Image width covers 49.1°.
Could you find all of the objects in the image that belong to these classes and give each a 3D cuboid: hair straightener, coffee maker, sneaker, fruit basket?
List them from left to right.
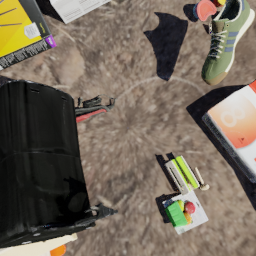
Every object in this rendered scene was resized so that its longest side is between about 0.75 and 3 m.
[{"bbox_3d":[-1.494,0.579,5.049,2.540,1.781,2.645,-18,68,12],"label":"coffee maker"},{"bbox_3d":[-1.246,-0.647,8.400,1.883,0.385,0.724,-20,77,-5],"label":"hair straightener"},{"bbox_3d":[1.565,2.286,7.671,0.997,0.468,0.924,-15,65,-25],"label":"fruit basket"},{"bbox_3d":[2.359,-2.331,7.146,0.770,1.031,2.297,27,88,47],"label":"sneaker"}]

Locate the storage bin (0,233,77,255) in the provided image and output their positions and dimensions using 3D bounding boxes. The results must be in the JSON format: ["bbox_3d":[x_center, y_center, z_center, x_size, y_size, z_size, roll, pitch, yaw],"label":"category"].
[{"bbox_3d":[-2.846,2.016,6.915,2.488,1.166,2.470,-24,50,-6],"label":"storage bin"}]

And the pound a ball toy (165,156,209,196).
[{"bbox_3d":[1.634,1.376,7.910,0.760,0.495,1.166,-20,73,-34],"label":"pound a ball toy"}]

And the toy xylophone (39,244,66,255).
[{"bbox_3d":[-2.583,3.655,7.164,1.966,0.675,2.686,-3,76,0],"label":"toy xylophone"}]

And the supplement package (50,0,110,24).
[{"bbox_3d":[-1.551,-4.674,8.833,2.062,1.143,1.606,-25,77,5],"label":"supplement package"}]

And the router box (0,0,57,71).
[{"bbox_3d":[-3.908,-3.516,8.926,2.205,0.755,2.956,-26,77,-6],"label":"router box"}]

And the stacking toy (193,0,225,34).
[{"bbox_3d":[2.850,-3.793,9.279,1.294,0.546,1.171,-27,103,-3],"label":"stacking toy"}]

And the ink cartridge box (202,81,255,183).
[{"bbox_3d":[4.077,-0.226,8.129,2.985,0.748,2.421,-35,79,-5],"label":"ink cartridge box"}]
